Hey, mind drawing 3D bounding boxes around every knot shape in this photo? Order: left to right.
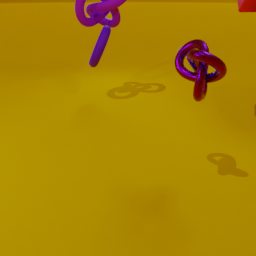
[{"bbox_3d":[-0.708,-3.990,9.151,1.747,0.863,1.867,-22,-6,24],"label":"knot shape"},{"bbox_3d":[1.204,-0.921,4.725,0.486,0.985,1.052,-19,31,-10],"label":"knot shape"}]

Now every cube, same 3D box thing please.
[{"bbox_3d":[3.222,-3.477,6.123,1.287,1.287,1.287,-1,-12,1],"label":"cube"}]

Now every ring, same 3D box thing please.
[{"bbox_3d":[-0.957,-2.752,9.497,0.293,1.465,1.465,21,23,-14],"label":"ring"}]
